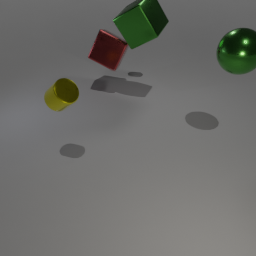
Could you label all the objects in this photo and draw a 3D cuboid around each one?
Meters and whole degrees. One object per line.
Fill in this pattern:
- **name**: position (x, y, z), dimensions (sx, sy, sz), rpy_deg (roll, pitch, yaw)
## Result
- **cube**: position (-0.869, -3.691, 13.249), dimensions (1.400, 1.400, 1.400), rpy_deg (27, 19, -4)
- **cube**: position (0.540, -4.290, 11.226), dimensions (1.400, 1.400, 1.400), rpy_deg (-13, 34, 41)
- **ball**: position (3.460, -2.355, 8.648), dimensions (1.400, 1.400, 1.400), rpy_deg (0, 32, 0)
- **cylinder**: position (-1.748, -0.863, 7.369), dimensions (0.700, 0.700, 0.700), rpy_deg (-31, 5, -40)
